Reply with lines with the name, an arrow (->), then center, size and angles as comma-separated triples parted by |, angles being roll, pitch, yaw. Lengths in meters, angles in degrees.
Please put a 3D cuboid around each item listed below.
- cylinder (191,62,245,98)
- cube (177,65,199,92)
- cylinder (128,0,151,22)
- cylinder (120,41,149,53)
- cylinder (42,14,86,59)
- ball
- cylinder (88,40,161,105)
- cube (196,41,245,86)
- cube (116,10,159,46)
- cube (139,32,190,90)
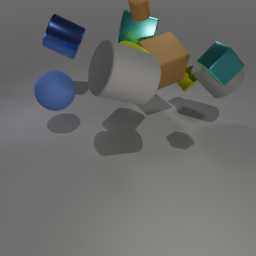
cylinder -> 3.328, -2.062, 10.415 | 1.400, 1.400, 1.400 | 41, 32, -15
cube -> 2.536, -2.080, 11.785 | 0.700, 0.700, 0.700 | -28, 77, -34
cylinder -> 0.417, -4.261, 9.878 | 0.700, 0.700, 0.700 | -6, 55, 8
cylinder -> 0.031, -1.854, 9.147 | 1.400, 1.400, 1.400 | 29, -1, 1
cylinder -> -2.663, -3.793, 11.707 | 1.400, 1.400, 1.400 | 22, 30, -15
ball -> -2.544, -1.300, 9.787 | 1.400, 1.400, 1.400 | 0, 33, 0
cylinder -> -0.113, -1.393, 7.233 | 1.400, 1.400, 1.400 | 8, 26, -33
cube -> 2.292, -1.603, 6.986 | 0.700, 0.700, 0.700 | -46, 30, 12
cube -> 0.366, -3.938, 11.493 | 1.400, 1.400, 1.400 | 14, 23, -4
cube -> 1.291, -2.530, 10.701 | 1.400, 1.400, 1.400 | -22, 61, -15
